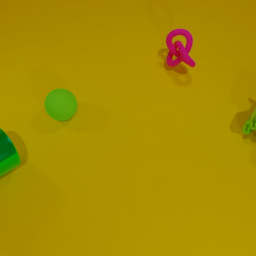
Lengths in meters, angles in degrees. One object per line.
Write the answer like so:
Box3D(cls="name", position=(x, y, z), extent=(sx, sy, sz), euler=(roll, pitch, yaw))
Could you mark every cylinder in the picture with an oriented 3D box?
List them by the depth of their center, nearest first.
Box3D(cls="cylinder", position=(-3.502, 0.731, 6.978), extent=(1.160, 1.160, 1.160), euler=(41, 53, 22))

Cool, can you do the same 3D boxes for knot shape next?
Box3D(cls="knot shape", position=(1.605, -2.427, 8.945), extent=(0.597, 1.208, 1.291), euler=(-27, 96, -22))

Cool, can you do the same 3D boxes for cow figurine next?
Box3D(cls="cow figurine", position=(3.879, -0.398, 7.776), extent=(0.872, 1.589, 1.563), euler=(33, 85, 15))

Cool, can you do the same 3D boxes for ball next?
Box3D(cls="ball", position=(-1.961, -0.685, 8.204), extent=(0.949, 0.949, 0.949), euler=(0, 58, 0))
